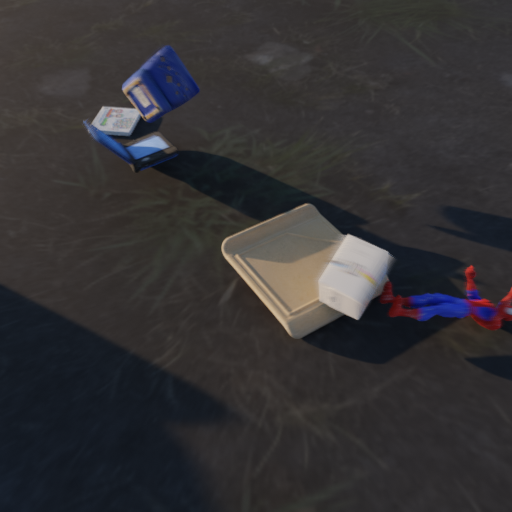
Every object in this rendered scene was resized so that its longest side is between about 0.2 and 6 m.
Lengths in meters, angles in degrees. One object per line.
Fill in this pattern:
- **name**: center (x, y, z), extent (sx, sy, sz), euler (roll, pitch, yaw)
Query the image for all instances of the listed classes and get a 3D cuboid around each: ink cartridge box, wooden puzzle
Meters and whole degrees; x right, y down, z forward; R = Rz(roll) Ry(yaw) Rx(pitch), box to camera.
- **ink cartridge box**: center (1.277, 0.288, 7.377), extent (0.598, 0.609, 0.827), euler (26, 68, 22)
- **wooden puzzle**: center (0.700, 0.178, 8.299), extent (1.786, 0.360, 1.931), euler (-25, 56, -23)

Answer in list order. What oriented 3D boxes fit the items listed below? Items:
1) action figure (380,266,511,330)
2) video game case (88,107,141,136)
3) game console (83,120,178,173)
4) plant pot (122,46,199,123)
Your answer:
- **action figure**: center (2.706, 0.477, 7.386), extent (1.872, 0.926, 0.611), euler (11, 25, -13)
- **video game case**: center (-2.904, -2.793, 11.598), extent (0.861, 0.112, 0.946), euler (5, 43, 5)
- **game console**: center (-2.264, -2.141, 10.087), extent (1.255, 0.870, 1.470), euler (-25, 33, -12)
- **plant pot**: center (-1.705, -2.901, 9.695), extent (0.838, 0.932, 0.932), euler (-47, 21, -29)
